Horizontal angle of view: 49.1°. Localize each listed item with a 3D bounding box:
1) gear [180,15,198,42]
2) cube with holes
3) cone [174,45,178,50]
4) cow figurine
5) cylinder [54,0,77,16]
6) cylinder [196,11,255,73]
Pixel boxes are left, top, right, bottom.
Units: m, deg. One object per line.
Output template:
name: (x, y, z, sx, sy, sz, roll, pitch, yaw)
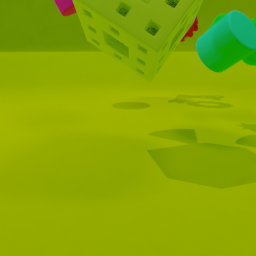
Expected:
gear: (1.561, -3.294, 9.164, 1.416, 0.262, 1.416, -4, -18, -1)
cube with holes: (0.211, -1.810, 4.314, 1.370, 1.370, 1.370, 35, -6, 5)
cone: (1.227, -2.992, 10.672, 1.046, 1.046, 1.050, 10, 58, 31)
cow figurine: (2.607, -2.036, 6.573, 1.479, 1.503, 0.825, -29, 13, 6)
cylinder: (-1.812, -4.311, 8.651, 1.208, 1.208, 1.208, -27, 13, 7)
cylinder: (1.915, -1.639, 5.406, 0.849, 0.849, 0.849, -12, -12, -36)
